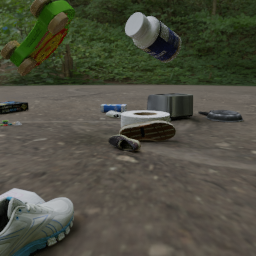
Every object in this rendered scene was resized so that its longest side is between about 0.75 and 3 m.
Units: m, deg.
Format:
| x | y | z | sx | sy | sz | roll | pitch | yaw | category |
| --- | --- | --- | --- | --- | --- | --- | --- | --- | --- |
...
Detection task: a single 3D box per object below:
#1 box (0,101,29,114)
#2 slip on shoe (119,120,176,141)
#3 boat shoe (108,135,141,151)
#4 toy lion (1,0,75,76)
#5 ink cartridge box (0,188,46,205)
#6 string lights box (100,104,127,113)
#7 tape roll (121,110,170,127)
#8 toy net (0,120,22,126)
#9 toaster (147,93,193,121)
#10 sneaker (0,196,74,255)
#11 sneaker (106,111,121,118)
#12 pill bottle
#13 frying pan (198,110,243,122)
| x | y | z | sx | sy | sz | roll | pitch | yaw | category |
| --- | --- | --- | --- | --- | --- | --- | --- | --- | --- |
| -6.457 | -1.088 | 14.661 | 1.516 | 0.439 | 1.907 | 5 | 12 | 25 | box |
| 0.556 | 0.086 | 8.310 | 1.662 | 0.632 | 0.504 | -8 | 18 | -2 | slip on shoe |
| -0.145 | 0.400 | 7.324 | 0.981 | 0.353 | 0.318 | 14 | 12 | 32 | boat shoe |
| -2.285 | -2.542 | 7.867 | 2.393 | 0.822 | 2.294 | -41 | 10 | 27 | toy lion |
| -1.433 | 1.147 | 3.754 | 1.039 | 0.296 | 0.844 | 1 | 11 | 23 | ink cartridge box |
| -0.736 | -1.015 | 14.458 | 1.269 | 0.374 | 0.652 | 1 | 11 | 6 | string lights box |
| 0.601 | -0.219 | 9.807 | 1.726 | 0.604 | 1.726 | -1 | 11 | 0 | tape roll |
| -4.516 | -0.188 | 10.818 | 0.797 | 0.154 | 0.418 | 1 | 11 | 5 | toy net |
| 1.915 | -0.974 | 12.484 | 1.615 | 1.060 | 1.786 | -8 | 14 | -32 | toaster |
| -1.152 | 1.036 | 3.153 | 0.581 | 0.671 | 1.549 | 6 | 13 | 26 | sneaker |
| -0.653 | -0.590 | 12.600 | 0.782 | 0.299 | 0.315 | 3 | 21 | 20 | sneaker |
| 1.010 | -3.641 | 11.273 | 2.305 | 1.280 | 1.280 | 18 | -4 | -43 | pill bottle |
| 4.213 | -0.632 | 12.669 | 1.542 | 0.415 | 2.549 | 1 | 14 | 1 | frying pan |
